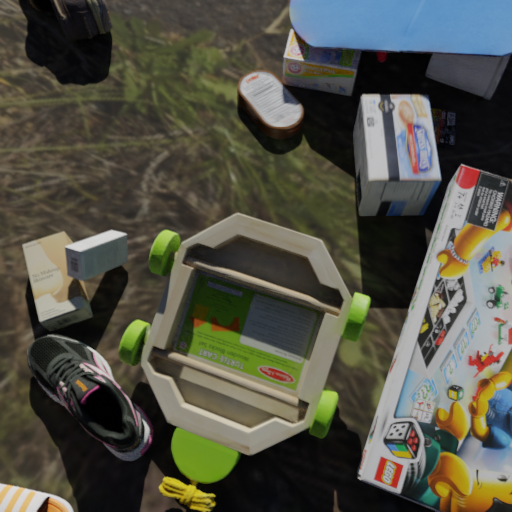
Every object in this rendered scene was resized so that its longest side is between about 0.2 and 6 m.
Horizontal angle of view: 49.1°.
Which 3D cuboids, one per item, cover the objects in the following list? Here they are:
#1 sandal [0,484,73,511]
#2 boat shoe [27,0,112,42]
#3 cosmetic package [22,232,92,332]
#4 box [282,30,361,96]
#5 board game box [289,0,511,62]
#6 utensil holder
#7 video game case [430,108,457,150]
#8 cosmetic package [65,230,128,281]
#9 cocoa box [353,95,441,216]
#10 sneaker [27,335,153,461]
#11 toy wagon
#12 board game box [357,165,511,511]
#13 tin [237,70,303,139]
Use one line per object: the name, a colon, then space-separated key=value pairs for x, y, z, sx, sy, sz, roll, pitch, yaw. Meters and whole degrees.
sandal: x=-3.719 y=3.562 z=7.644 sx=2.350 sy=0.673 sz=0.900 roll=11 pitch=66 yaw=5
boat shoe: x=-4.297 y=-5.714 z=11.655 sx=1.199 sy=1.218 sz=3.271 roll=-34 pitch=68 yaw=-14
cosmetic package: x=-3.264 y=0.409 z=9.190 sx=0.764 sy=0.516 sz=1.452 roll=-21 pitch=67 yaw=-9
box: x=1.273 y=-3.793 z=11.010 sx=1.440 sy=0.730 sz=0.810 roll=12 pitch=65 yaw=6
board game box: x=3.464 y=-4.850 z=11.167 sx=5.561 sy=1.083 sz=4.394 roll=12 pitch=55 yaw=24
utensil holder: x=4.097 y=-3.768 z=10.797 sx=1.325 sy=1.126 sz=1.126 roll=23 pitch=67 yaw=12
video game case: x=3.447 y=-2.456 z=10.741 sx=0.765 sy=0.108 sz=0.846 roll=9 pitch=67 yaw=4
cosmetic package: x=-2.567 y=-0.020 z=9.072 sx=0.366 sy=0.521 sz=1.028 roll=14 pitch=23 yaw=28
cocoa box: x=2.402 y=-1.744 z=9.786 sx=1.185 sy=1.205 sz=1.807 roll=0 pitch=65 yaw=2
sneaker: x=-2.455 y=1.928 z=8.210 sx=2.384 sy=1.029 sz=0.958 roll=34 pitch=68 yaw=15
toy wagon: x=-0.346 y=1.528 z=8.121 sx=3.199 sy=0.816 sz=4.123 roll=18 pitch=89 yaw=10
board game box: x=3.705 y=1.395 z=8.074 sx=3.095 sy=0.849 sz=4.903 roll=19 pitch=77 yaw=10
tin: x=0.275 y=-2.970 z=10.881 sx=0.907 sy=0.339 sz=1.619 roll=-30 pitch=68 yaw=-17
